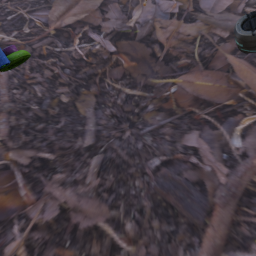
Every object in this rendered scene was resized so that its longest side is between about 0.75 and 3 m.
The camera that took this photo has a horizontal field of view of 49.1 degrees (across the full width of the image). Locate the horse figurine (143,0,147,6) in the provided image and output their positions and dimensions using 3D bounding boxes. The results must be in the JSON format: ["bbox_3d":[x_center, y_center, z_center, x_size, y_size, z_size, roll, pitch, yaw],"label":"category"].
[{"bbox_3d":[0.252,-4.389,8.065,0.435,1.744,1.155,-3,57,35],"label":"horse figurine"}]

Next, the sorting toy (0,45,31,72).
[{"bbox_3d":[-2.824,-1.478,5.864,1.505,0.905,0.618,-38,104,-33],"label":"sorting toy"}]

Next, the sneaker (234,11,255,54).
[{"bbox_3d":[2.438,-1.530,4.213,1.614,0.640,0.608,-7,64,17],"label":"sneaker"}]
